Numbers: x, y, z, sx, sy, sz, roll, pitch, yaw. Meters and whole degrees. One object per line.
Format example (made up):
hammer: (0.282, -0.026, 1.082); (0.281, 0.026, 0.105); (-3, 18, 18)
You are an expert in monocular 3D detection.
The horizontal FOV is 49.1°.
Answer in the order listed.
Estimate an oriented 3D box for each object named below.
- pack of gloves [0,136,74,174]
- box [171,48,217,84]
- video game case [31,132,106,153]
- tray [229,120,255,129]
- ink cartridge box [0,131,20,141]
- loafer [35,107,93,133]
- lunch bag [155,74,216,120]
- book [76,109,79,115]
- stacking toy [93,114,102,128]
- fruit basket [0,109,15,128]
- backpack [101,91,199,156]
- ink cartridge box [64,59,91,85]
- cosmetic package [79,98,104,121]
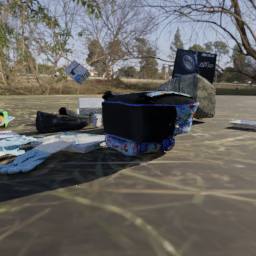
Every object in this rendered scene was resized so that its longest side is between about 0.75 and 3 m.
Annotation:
pack of gloves: (-2.582, 0.693, 6.646); (1.733, 0.407, 2.062); (10, 18, 20)
box: (3.429, -3.155, 14.533); (2.112, 1.692, 0.460); (11, -16, 8)
video game case: (-1.616, 0.397, 8.500); (1.893, 0.208, 1.725); (4, 10, 25)
tray: (5.384, -0.100, 11.701); (1.076, 0.222, 2.004); (-9, 12, -40)
ink cartridge box: (-4.216, 0.318, 8.886); (1.258, 0.272, 1.235); (-5, 11, -38)
loafer: (-2.479, -0.402, 11.321); (0.895, 0.925, 2.635); (8, 12, 43)
lunch bag: (2.840, -1.417, 13.888); (2.267, 1.884, 2.703); (1, -7, 39)
book: (-2.219, -0.819, 15.837); (1.356, 0.488, 2.029); (-4, 12, -12)
stacking toy: (-0.160, -0.297, 12.189); (1.804, 0.562, 2.392); (7, 9, 29)
fruit basket: (-5.659, -0.304, 11.376); (1.482, 0.750, 1.600); (1, 12, 7)
backpack: (0.710, -0.251, 7.972); (2.441, 1.642, 2.228); (-7, 11, -33)
ink cartridge box: (-2.118, -2.335, 11.692); (0.923, 0.670, 0.386); (39, -8, 26)
cosmetic package: (-1.842, -0.948, 14.235); (1.287, 0.793, 1.291); (-1, 29, -11)
